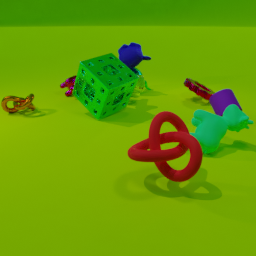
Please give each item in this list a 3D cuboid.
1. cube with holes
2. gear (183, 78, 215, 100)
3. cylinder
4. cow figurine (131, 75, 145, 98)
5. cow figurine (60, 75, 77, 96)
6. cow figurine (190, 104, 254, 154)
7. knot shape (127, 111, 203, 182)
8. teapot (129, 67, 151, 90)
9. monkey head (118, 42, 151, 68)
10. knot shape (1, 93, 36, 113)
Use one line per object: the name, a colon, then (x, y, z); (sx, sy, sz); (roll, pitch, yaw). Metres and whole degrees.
cube with holes: (-0.776, -1.411, 9.409); (1.397, 1.397, 1.397); (-29, 66, -40)
gear: (2.932, -1.536, 11.265); (1.451, 0.268, 1.451); (24, 23, -11)
cylinder: (3.131, -0.719, 8.998); (0.788, 0.788, 0.788); (-8, 62, -18)
cow figurine: (-0.100, -1.591, 10.711); (1.727, 0.948, 1.699); (-2, -1, 25)
cow figurine: (-2.213, -1.923, 12.073); (1.386, 0.773, 1.408); (-36, 8, -33)
cow figurine: (2.308, 0.053, 7.107); (1.461, 0.815, 1.485); (19, 69, 12)
knot shape: (0.798, 0.279, 5.593); (1.463, 0.676, 1.369); (13, 55, 18)
teapot: (0.120, -2.056, 12.379); (1.963, 0.961, 1.221); (13, 67, -1)
monkey head: (0.154, -3.004, 12.028); (1.655, 0.997, 1.191); (-11, -13, 9)
knot shape: (-3.836, -0.855, 9.810); (1.122, 0.554, 1.199); (-9, 1, -20)
